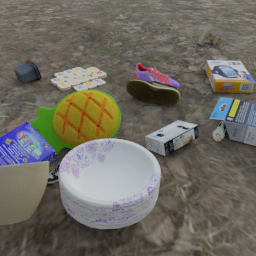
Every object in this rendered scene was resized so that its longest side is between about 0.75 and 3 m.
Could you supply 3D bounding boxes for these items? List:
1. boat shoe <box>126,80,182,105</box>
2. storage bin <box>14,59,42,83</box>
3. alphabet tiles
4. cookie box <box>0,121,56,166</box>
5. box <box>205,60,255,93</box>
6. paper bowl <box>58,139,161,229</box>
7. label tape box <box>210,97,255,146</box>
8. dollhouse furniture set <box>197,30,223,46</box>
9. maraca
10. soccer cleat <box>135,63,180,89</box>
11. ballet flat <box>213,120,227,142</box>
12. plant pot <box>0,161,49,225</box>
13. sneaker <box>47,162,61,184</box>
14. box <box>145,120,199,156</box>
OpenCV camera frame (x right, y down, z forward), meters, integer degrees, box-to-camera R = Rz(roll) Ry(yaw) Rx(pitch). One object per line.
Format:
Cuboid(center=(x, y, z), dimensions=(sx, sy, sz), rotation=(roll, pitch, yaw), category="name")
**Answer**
Cuboid(center=(1.117, -1.551, 12.016), dimensions=(2.445, 0.895, 0.792), rotation=(19, 27, 22), category="boat shoe")
Cuboid(center=(-4.985, -2.775, 13.732), dimensions=(0.859, 0.931, 1.279), rotation=(-35, 47, -26), category="storage bin")
Cuboid(center=(-2.395, -2.464, 13.804), dimensions=(2.553, 0.186, 2.497), rotation=(-25, 42, -31), category="alphabet tiles")
Cuboid(center=(-3.081, 0.783, 7.824), dimensions=(1.358, 0.597, 1.588), rotation=(43, 59, 17), category="cookie box")
Cuboid(center=(4.864, -2.649, 13.719), dimensions=(1.765, 0.615, 2.966), rotation=(2, 37, 3), category="box")
Cuboid(center=(-0.453, 1.451, 7.111), dimensions=(2.486, 1.293, 2.486), rotation=(2, 31, -1), category="paper bowl")
Cuboid(center=(4.306, -0.214, 10.052), dimensions=(2.433, 0.804, 1.743), rotation=(14, 36, 23), category="label tape box")
Cuboid(center=(5.282, -5.676, 18.175), dimensions=(1.265, 0.840, 1.109), rotation=(11, 30, -24), category="dollhouse furniture set")
Cuboid(center=(-1.703, -0.193, 9.285), dimensions=(2.968, 1.588, 2.035), rotation=(-18, 76, -6), category="maraca")
Cuboid(center=(1.304, -2.336, 12.996), dimensions=(2.342, 0.895, 0.781), rotation=(22, 41, 29), category="soccer cleat")
Cuboid(center=(3.326, 0.032, 10.046), dimensions=(0.448, 0.379, 1.184), rotation=(17, 39, 22), category="ballet flat")
Cuboid(center=(-2.648, 1.431, 6.197), dimensions=(1.814, 1.218, 1.814), rotation=(-5, -4, 0), category="plant pot")
Cuboid(center=(-2.022, 1.227, 8.253), dimensions=(1.064, 0.467, 0.403), rotation=(-30, 46, -33), category="sneaker")
Cuboid(center=(1.482, 0.298, 9.368), dimensions=(1.609, 0.484, 0.938), rotation=(-23, 25, -30), category="box")
